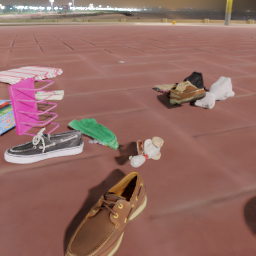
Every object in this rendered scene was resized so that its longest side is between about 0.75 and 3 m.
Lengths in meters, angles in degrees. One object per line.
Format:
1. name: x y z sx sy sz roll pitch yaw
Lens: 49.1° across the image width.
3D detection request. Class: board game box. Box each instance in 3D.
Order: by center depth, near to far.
1. board game box: -4.494 -0.270 7.943 2.780 0.509 2.103 3 25 20

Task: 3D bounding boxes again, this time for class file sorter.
1. file sorter: -2.520 -0.579 7.765 0.878 1.400 0.973 7 25 14

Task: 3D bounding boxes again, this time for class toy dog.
1. toy dog: 0.319 0.446 5.674 0.468 0.641 0.972 27 12 30

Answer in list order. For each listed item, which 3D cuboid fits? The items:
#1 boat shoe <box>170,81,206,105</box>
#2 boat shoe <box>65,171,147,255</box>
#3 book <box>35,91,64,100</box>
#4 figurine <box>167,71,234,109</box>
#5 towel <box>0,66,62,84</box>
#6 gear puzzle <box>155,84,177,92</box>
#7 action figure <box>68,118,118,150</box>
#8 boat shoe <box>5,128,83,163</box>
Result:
1. boat shoe: 1.813 -1.154 9.051 0.701 0.684 1.852 -14 5 -17
2. boat shoe: -0.305 1.342 4.415 0.706 0.663 1.962 13 27 26
3. book: -3.014 -1.271 10.776 0.998 0.240 0.667 -4 22 -4
4. figurine: 2.671 -1.311 10.331 1.915 0.824 1.869 21 40 37
5. towel: -4.814 -2.502 13.313 2.072 0.424 2.832 12 25 25
6. gear puzzle: 1.901 -1.649 11.648 1.539 0.202 0.797 -8 23 -24
7. action figure: -0.788 0.171 7.337 1.464 0.400 0.865 29 36 36
8. boat shoe: -1.964 0.372 6.612 1.808 0.617 0.667 -6 25 -12
